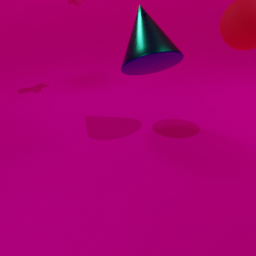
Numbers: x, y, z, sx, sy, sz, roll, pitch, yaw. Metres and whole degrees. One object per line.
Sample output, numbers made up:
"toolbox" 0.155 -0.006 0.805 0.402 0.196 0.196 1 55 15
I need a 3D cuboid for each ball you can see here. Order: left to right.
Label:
"ball" 2.673 -2.343 6.321 1.147 1.147 1.147 0 27 0

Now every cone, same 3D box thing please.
"cone" 0.436 -2.269 6.799 1.536 1.542 1.536 -11 -5 -1

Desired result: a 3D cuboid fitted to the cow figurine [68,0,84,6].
"cow figurine" -1.832 -4.424 8.923 1.122 0.616 1.104 37 -3 -32
